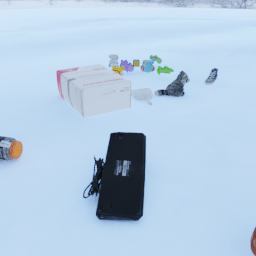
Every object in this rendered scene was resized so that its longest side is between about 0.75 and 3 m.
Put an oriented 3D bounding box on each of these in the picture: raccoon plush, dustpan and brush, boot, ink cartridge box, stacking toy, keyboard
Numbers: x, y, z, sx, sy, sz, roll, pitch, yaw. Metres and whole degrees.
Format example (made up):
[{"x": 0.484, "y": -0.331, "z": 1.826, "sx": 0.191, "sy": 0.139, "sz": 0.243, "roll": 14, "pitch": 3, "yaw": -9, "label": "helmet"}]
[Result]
[{"x": 1.451, "y": -1.428, "z": 9.050, "sx": 1.157, "sy": 0.776, "sz": 0.560, "roll": -11, "pitch": 29, "yaw": -20, "label": "raccoon plush"}, {"x": 0.540, "y": -0.971, "z": 8.786, "sx": 0.733, "sy": 0.300, "sz": 1.050, "roll": -10, "pitch": 22, "yaw": -15, "label": "dustpan and brush"}, {"x": 3.058, "y": -1.887, "z": 10.284, "sx": 0.367, "sy": 0.456, "sz": 1.009, "roll": 13, "pitch": 30, "yaw": 24, "label": "boot"}, {"x": -1.077, "y": -1.202, "z": 8.481, "sx": 1.572, "sy": 0.888, "sz": 2.146, "roll": -14, "pitch": 31, "yaw": -26, "label": "ink cartridge box"}, {"x": 0.405, "y": -2.485, "z": 11.416, "sx": 2.489, "sy": 0.585, "sz": 1.877, "roll": -2, "pitch": 29, "yaw": -8, "label": "stacking toy"}, {"x": -0.187, "y": 0.823, "z": 5.073, "sx": 1.001, "sy": 0.381, "sz": 1.924, "roll": 4, "pitch": 42, "yaw": 3, "label": "keyboard"}]

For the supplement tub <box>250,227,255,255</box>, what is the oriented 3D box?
[{"x": 2.369, "y": 1.602, "z": 3.000, "sx": 0.987, "sy": 0.987, "sz": 1.845, "roll": -16, "pitch": 32, "yaw": -28, "label": "supplement tub"}]

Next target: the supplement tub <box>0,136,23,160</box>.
[{"x": -2.643, "y": 0.409, "z": 5.824, "sx": 0.794, "sy": 0.486, "sz": 0.486, "roll": 6, "pitch": 28, "yaw": 12, "label": "supplement tub"}]
